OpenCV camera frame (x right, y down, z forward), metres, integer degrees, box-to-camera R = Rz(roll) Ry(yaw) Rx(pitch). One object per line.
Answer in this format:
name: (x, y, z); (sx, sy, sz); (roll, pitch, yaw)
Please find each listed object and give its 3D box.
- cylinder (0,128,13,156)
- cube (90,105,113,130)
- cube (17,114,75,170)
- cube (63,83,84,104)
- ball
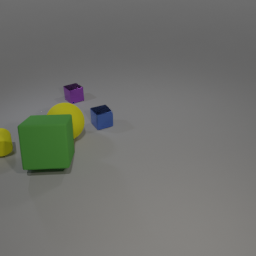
cylinder: (-4.312, 0.479, 9.488); (0.700, 0.700, 0.700); (-13, 43, -21)
cube: (-1.060, -0.439, 11.301); (0.700, 0.700, 0.700); (-16, 34, -25)
cube: (-2.517, 0.399, 8.885); (1.400, 1.400, 1.400); (-2, 15, -4)
cube: (-2.579, -1.652, 13.347); (0.700, 0.700, 0.700); (-21, 37, -31)
ball: (-2.301, -0.229, 10.281); (1.400, 1.400, 1.400); (0, 31, 0)
